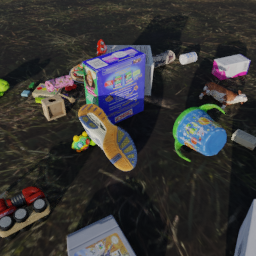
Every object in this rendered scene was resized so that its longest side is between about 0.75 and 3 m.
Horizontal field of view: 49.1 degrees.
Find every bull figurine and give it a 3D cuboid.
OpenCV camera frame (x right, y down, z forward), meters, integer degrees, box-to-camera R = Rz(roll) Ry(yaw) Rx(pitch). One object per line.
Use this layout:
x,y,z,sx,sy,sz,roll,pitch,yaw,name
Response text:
4.294,-1.442,12.713,2.037,0.663,1.237,32,49,32,bull figurine

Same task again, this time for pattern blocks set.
-3.837,-1.777,13.491,2.241,0.182,1.970,13,41,15,pattern blocks set

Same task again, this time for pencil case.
1.718,-3.781,15.516,1.779,0.692,0.795,-24,39,-27,pencil case
-2.215,-1.449,9.092,0.925,0.383,0.400,-29,89,-42,pencil case

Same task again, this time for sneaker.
-0.665,0.355,9.888,1.039,1.216,2.760,-35,79,-14,sneaker

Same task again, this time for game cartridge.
-0.581,3.435,7.014,1.577,0.492,2.368,-17,42,-25,game cartridge

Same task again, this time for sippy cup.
2.569,0.199,9.736,1.522,1.938,1.420,-11,31,-27,sippy cup

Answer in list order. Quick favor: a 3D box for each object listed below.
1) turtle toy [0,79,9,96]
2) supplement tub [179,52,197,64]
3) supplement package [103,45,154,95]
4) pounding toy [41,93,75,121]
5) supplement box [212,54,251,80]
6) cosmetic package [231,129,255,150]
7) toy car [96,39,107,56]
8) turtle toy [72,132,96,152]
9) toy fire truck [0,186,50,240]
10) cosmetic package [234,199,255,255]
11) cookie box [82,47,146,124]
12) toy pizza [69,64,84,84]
-6.399,-1.857,13.051,1.713,0.866,1.248,-3,40,-4,turtle toy
3.416,-3.950,15.831,0.858,0.566,0.566,-19,43,-22,supplement tub
-0.068,-2.718,13.277,2.301,1.746,1.733,-1,46,-3,supplement package
-2.964,-1.110,11.924,1.303,1.145,0.596,-23,44,-25,pounding toy
5.392,-3.203,14.698,1.679,0.849,0.868,-15,42,-17,supplement box
4.483,0.436,10.714,0.461,0.311,0.876,-31,49,-32,cosmetic package
-1.218,-2.822,12.402,0.389,1.641,1.744,9,39,-31,toy car
-1.613,0.532,10.371,1.010,0.736,0.510,-25,67,-31,turtle toy
-3.242,2.209,8.204,1.448,1.058,1.645,-25,56,-27,toy fire truck
3.714,3.361,6.210,2.483,1.526,2.475,18,43,20,cosmetic package
-0.501,-1.578,11.262,2.316,2.708,1.017,-26,46,-28,cookie box
-2.009,-3.033,14.875,2.203,0.349,2.203,0,40,0,toy pizza
